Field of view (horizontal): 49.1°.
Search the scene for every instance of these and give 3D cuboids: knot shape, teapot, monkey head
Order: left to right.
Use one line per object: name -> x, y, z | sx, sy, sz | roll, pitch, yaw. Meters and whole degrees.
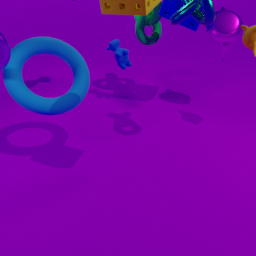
knot shape -> 0.696, -3.906, 9.802 | 0.963, 1.949, 2.083 | -5, 19, 3
knot shape -> 1.535, -2.851, 6.185 | 0.706, 1.528, 1.430 | 6, 40, -20
teapot -> 2.926, -2.971, 8.653 | 1.098, 1.765, 0.864 | 0, -14, 6
monkey head -> 3.207, -2.370, 7.091 | 0.635, 0.758, 1.054 | -24, 60, 25

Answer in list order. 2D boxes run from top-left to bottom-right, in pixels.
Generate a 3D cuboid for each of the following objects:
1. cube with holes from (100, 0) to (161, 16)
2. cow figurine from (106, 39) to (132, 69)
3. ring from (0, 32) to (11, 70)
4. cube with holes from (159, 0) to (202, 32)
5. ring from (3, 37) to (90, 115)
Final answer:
cube with holes -> 0.038, -2.313, 4.421 | 0.775, 0.775, 0.775 | 12, 44, 21
cow figurine -> -0.303, -2.511, 9.557 | 0.529, 0.963, 0.948 | -29, 34, -14
ring -> -2.822, -1.563, 5.372 | 1.120, 1.120, 0.224 | 3, 46, 4
cube with holes -> 1.876, -3.987, 8.439 | 1.265, 1.265, 1.265 | 26, 53, 6
ring -> -1.871, -1.243, 6.590 | 1.968, 1.968, 0.394 | -16, -10, -25
